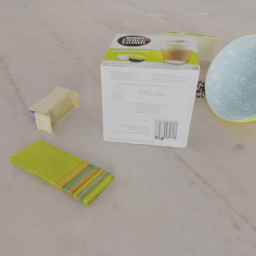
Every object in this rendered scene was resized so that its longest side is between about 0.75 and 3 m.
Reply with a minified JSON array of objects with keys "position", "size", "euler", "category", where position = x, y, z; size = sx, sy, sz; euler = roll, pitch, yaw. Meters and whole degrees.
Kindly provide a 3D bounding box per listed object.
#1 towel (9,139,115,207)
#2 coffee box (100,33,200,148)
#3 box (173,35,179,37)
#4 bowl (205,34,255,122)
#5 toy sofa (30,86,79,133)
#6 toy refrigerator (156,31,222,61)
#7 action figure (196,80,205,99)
[{"position":[-1.549,0.951,6.499],"size":[2.406,0.217,1.035],"euler":[21,35,26],"category":"towel"},{"position":[0.593,-1.062,7.415],"size":[2.187,2.191,2.166],"euler":[5,38,7],"category":"coffee box"},{"position":[1.125,-2.362,9.867],"size":[2.294,1.095,1.144],"euler":[-22,48,-25],"category":"box"},{"position":[3.577,-1.263,7.963],"size":[1.307,2.429,2.429],"euler":[11,28,-37],"category":"bowl"},{"position":[-2.082,-0.572,8.041],"size":[0.717,0.608,1.469],"euler":[21,44,15],"category":"toy sofa"},{"position":[2.310,-3.282,10.993],"size":[2.462,0.861,0.935],"euler":[16,33,33],"category":"toy refrigerator"},{"position":[2.263,-1.222,8.806],"size":[0.318,0.596,0.916],"euler":[0,0,32],"category":"action figure"}]
